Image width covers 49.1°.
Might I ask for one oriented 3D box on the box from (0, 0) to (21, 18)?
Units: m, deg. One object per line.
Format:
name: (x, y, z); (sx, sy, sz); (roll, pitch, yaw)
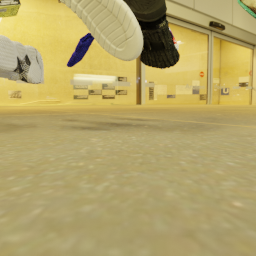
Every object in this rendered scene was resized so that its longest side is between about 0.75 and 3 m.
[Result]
box: (-2.809, -3.521, 5.698); (0.570, 2.276, 0.857); (-17, 13, -26)

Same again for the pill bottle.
pill bottle: (1.021, -2.917, 9.337); (1.012, 1.800, 1.012); (-28, 3, 1)

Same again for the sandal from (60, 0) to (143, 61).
sandal: (-0.576, -2.591, 5.944); (1.075, 2.642, 0.649); (-42, 3, 44)

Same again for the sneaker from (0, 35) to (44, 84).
sneaker: (-3.049, -1.579, 6.699); (1.388, 0.908, 2.416); (1, 0, 9)

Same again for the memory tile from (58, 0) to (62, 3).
memory tile: (-1.447, -3.954, 8.184); (1.177, 0.099, 0.902); (-33, 20, -26)

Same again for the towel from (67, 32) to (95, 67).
towel: (-1.532, -2.503, 8.945); (1.149, 0.285, 0.849); (-45, 5, 43)

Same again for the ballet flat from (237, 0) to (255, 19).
ballet flat: (2.773, -2.463, 5.431); (0.810, 0.876, 2.597); (-49, -14, 31)

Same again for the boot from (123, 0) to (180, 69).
boot: (0.302, -2.644, 7.368); (0.893, 1.775, 2.374); (-38, 51, -6)
